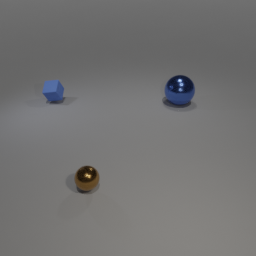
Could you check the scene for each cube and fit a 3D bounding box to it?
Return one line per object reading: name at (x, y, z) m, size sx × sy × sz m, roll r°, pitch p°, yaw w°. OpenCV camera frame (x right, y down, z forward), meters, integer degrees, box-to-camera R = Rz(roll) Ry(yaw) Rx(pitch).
cube at (-3.502, -1.756, 13.173) m, size 0.700 × 0.700 × 0.700 m, roll -4°, pitch 61°, yaw 11°

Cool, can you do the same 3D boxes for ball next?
ball at (-1.144, 1.398, 7.823) m, size 0.700 × 0.700 × 0.700 m, roll 0°, pitch 29°, yaw 0°
ball at (2.390, -1.746, 12.960) m, size 1.400 × 1.400 × 1.400 m, roll 0°, pitch 29°, yaw 0°
